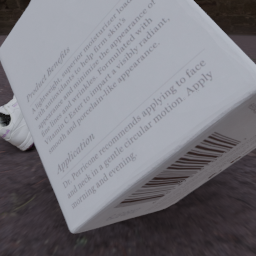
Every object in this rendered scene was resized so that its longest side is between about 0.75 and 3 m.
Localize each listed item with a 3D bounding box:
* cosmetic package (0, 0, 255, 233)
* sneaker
[{"bbox_3d":[0.174,-0.581,3.922,2.372,2.370,2.875,12,43,-56],"label":"cosmetic package"},{"bbox_3d":[-2.736,-0.445,6.896,1.030,0.774,2.068,33,26,-41],"label":"sneaker"}]
